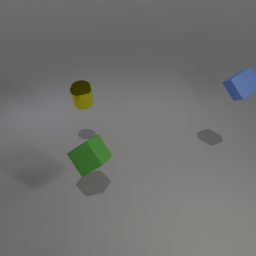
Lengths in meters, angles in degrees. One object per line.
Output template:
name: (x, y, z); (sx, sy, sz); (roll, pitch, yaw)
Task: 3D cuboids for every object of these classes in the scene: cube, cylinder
cube: (-0.956, 0.682, 7.110); (0.700, 0.700, 0.700); (-32, 2, 22)
cylinder: (-1.501, -1.073, 9.137); (0.700, 0.700, 0.700); (1, 57, -1)
cube: (3.417, -1.302, 8.397); (0.700, 0.700, 0.700); (-32, 2, 0)
